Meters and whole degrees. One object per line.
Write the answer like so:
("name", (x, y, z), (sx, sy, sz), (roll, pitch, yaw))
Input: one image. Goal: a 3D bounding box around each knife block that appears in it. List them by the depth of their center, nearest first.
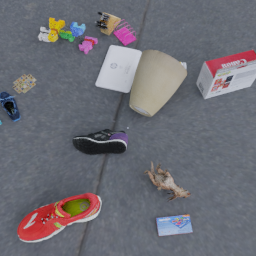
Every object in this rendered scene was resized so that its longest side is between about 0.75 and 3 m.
("knife block", (-0.957, -5.267, 13.438), (0.508, 1.393, 1.587), (29, 67, 12))

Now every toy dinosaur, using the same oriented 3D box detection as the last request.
("toy dinosaur", (1.290, 1.982, 10.110), (0.778, 1.229, 1.813), (-43, 40, -9))

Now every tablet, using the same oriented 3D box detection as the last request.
("tablet", (-0.403, -2.758, 12.864), (1.592, 0.167, 2.447), (13, 64, 7))

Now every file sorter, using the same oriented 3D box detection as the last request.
("file sorter", (-0.155, -4.652, 13.559), (0.690, 0.623, 0.993), (-32, 67, -15))

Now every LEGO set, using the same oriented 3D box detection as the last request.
("LEGO set", (-3.053, -4.277, 13.109), (2.918, 1.113, 1.197), (14, 64, 8))

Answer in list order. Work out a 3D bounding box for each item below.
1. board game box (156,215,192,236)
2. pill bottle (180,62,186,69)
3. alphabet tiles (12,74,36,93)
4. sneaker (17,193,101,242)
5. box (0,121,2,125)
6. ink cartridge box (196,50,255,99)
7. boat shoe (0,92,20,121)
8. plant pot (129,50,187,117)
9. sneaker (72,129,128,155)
("board game box", (1.608, 3.399, 9.779), (1.183, 0.115, 0.609), (-5, 65, -3))
("pill bottle", (2.227, -2.770, 12.708), (0.771, 0.441, 0.441), (-4, 63, -1))
("alphabet tiles", (-4.638, -1.992, 12.549), (0.829, 0.032, 0.996), (39, 70, 18))
("sneaker", (-2.353, 2.846, 9.415), (2.949, 1.252, 1.136), (-22, 65, -11))
("box", (-5.619, -0.439, 11.659), (0.359, 0.215, 0.873), (-32, 68, -15))
("ink cartridge box", (4.251, -2.364, 11.636), (2.262, 1.986, 0.948), (-15, 64, -8))
("boat shoe", (-4.956, -1.018, 11.771), (0.657, 0.536, 1.561), (-36, 69, -16))
("plant pot", (0.989, -1.663, 11.443), (2.075, 2.075, 2.216), (26, 82, 12))
("sneaker", (-1.062, 0.484, 11.027), (2.162, 0.819, 0.947), (4, 38, 7))
